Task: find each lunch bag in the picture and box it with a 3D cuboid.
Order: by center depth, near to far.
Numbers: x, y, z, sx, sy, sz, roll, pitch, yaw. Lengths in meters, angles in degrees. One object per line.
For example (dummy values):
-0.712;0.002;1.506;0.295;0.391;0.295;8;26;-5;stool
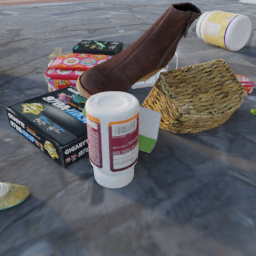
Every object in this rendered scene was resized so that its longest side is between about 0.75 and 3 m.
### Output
4.059;-1.579;10.488;1.154;0.473;1.017;-5;37;-9;lunch bag
-1.673;-1.905;10.506;2.643;1.083;2.328;2;36;5;lunch bag

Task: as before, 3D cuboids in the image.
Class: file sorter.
0.893;-2.474;11.199;1.944;1.211;1.349;-9;33;-16;file sorter

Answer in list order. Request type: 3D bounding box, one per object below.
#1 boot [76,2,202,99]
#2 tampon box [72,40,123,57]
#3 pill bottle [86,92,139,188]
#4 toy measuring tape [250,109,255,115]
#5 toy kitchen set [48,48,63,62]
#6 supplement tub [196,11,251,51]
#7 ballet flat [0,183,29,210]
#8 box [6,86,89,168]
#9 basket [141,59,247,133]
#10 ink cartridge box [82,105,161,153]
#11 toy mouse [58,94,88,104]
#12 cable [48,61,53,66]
0.273;-1.889;6.630;1.072;2.464;2.963;50;44;11;boot
-1.241;-2.989;12.042;1.864;1.177;1.397;6;32;9;tampon box
-0.311;0.284;6.034;1.092;1.913;1.092;1;32;0;pill bottle
4.415;-0.523;8.808;1.057;0.389;0.389;3;32;4;toy measuring tape
-3.187;-3.513;13.281;0.954;0.778;0.861;3;32;5;toy kitchen set
5.168;-5.371;15.302;1.807;1.807;2.486;-19;36;-27;supplement tub
-2.917;1.375;5.541;1.788;0.632;0.632;-11;33;-18;ballet flat
-1.741;-0.224;8.039;2.298;0.665;2.891;-27;41;-37;box
2.024;-0.679;8.652;2.612;1.946;1.865;-17;68;-26;basket
-0.164;-0.177;7.011;1.876;0.556;0.974;19;45;-2;ink cartridge box
-1.507;-0.811;7.774;1.243;0.241;1.105;-2;4;14;toy mouse
-2.843;-2.726;12.236;1.237;0.428;1.237;-8;34;0;cable
